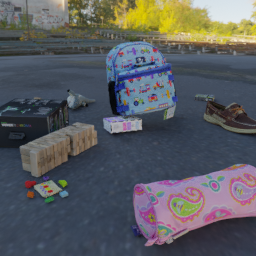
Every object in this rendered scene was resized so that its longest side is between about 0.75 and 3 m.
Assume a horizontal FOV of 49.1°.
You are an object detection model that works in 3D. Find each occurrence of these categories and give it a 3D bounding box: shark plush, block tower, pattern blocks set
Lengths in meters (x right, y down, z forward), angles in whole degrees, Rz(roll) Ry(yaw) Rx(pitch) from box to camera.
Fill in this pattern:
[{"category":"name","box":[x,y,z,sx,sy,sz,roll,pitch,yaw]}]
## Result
[{"category":"shark plush","box":[-2.514,-1.282,14.746,0.902,0.984,2.166,32,11,23]},{"category":"block tower","box":[-2.076,0.547,8.734,0.801,0.749,2.773,9,20,26]},{"category":"pattern blocks set","box":[-2.000,1.507,6.949,0.996,0.092,1.133,-10,22,-28]}]

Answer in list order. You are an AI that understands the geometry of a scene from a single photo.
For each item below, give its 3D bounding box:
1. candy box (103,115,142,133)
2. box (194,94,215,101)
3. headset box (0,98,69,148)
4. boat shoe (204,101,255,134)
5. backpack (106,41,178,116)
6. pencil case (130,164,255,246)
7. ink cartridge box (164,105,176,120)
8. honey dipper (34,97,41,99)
[{"category":"candy box","box":[-0.223,-0.165,11.086,1.273,0.455,1.068,-6,12,-18]},{"category":"box","box":[4.422,-1.754,16.184,1.054,0.233,0.844,7,21,20]},{"category":"headset box","box":[-3.581,-0.223,10.282,2.209,1.177,2.537,2,19,2]},{"category":"boat shoe","box":[4.251,-0.529,11.442,1.004,1.001,2.782,-10,21,-26]},{"category":"backpack","box":[0.487,-2.090,11.274,2.722,2.982,2.006,-8,4,-11]},{"category":"pencil case","box":[1.429,1.466,5.569,2.724,1.191,1.191,-8,21,-20]},{"category":"ink cartridge box","box":[1.790,-0.770,12.694,0.317,0.619,0.837,27,30,33]},{"category":"honey dipper","box":[-4.419,-1.442,15.279,1.544,0.293,0.293,10,21,17]}]
